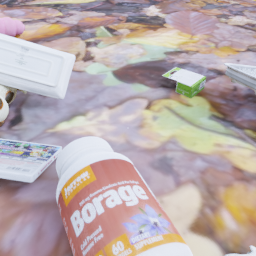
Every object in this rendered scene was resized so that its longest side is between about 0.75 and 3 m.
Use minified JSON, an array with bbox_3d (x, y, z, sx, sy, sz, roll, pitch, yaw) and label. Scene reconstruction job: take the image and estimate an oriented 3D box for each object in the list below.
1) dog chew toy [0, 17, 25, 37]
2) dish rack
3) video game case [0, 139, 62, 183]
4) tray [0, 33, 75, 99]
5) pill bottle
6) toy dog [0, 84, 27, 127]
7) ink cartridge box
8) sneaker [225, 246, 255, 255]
[{"bbox_3d":[-5.632,-4.593,12.853,1.730,1.077,1.077,-13,40,-28],"label":"dog chew toy"},{"bbox_3d":[4.237,-1.313,8.119,2.539,0.553,2.179,3,25,-15],"label":"dish rack"},{"bbox_3d":[-2.636,0.694,6.441,1.744,0.200,1.589,6,19,8],"label":"video game case"},{"bbox_3d":[-3.034,-1.871,8.059,2.769,0.307,1.487,14,76,-8],"label":"tray"},{"bbox_3d":[-0.308,1.435,4.786,1.583,1.583,2.822,-17,42,-20],"label":"pill bottle"},{"bbox_3d":[-3.868,-0.763,8.089,1.658,1.193,1.710,10,36,-23],"label":"toy dog"},{"bbox_3d":[1.874,-1.566,9.465,1.200,0.455,0.887,28,47,32],"label":"ink cartridge box"},{"bbox_3d":[1.622,2.457,4.394,1.775,0.661,0.773,-10,28,-23],"label":"sneaker"}]
